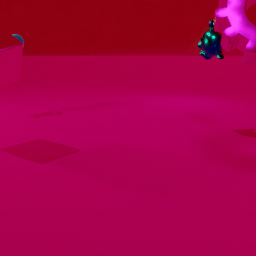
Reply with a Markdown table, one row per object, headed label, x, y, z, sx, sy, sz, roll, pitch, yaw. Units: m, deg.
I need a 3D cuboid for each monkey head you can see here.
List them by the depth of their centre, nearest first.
| label | x | y | z | sx | sy | sz | roll | pitch | yaw |
| --- | --- | --- | --- | --- | --- | --- | --- | --- | --- |
| monkey head | 2.067 | -1.991 | 6.655 | 0.732 | 1.017 | 0.613 | -3 | -14 | -23 |

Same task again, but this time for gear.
| label | x | y | z | sx | sy | sz | roll | pitch | yaw |
| --- | --- | --- | --- | --- | --- | --- | --- | --- | --- |
| gear | 2.377 | -1.842 | 4.535 | 1.837 | 1.837 | 0.340 | 4 | -21 | 15 |

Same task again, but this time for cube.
| label | x | y | z | sx | sy | sz | roll | pitch | yaw |
| --- | --- | --- | --- | --- | --- | --- | --- | --- | --- |
| cube | -2.775 | -1.396 | 5.483 | 0.948 | 0.948 | 0.948 | 38 | 45 | 11 |

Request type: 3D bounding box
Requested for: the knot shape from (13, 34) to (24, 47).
| label | x | y | z | sx | sy | sz | roll | pitch | yaw |
| --- | --- | --- | --- | --- | --- | --- | --- | --- | --- |
| knot shape | -3.715 | -2.364 | 8.614 | 1.092 | 1.022 | 0.505 | -4 | 5 | -43 |
